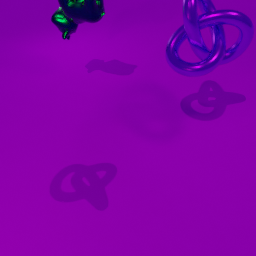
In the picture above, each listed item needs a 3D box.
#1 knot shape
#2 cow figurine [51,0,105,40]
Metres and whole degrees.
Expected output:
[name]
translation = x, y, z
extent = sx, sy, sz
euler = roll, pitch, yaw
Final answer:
[knot shape]
translation = 1.721, -1.866, 5.718
extent = 1.683, 1.798, 0.831
euler = 9, 6, -13
[cow figurine]
translation = -1.267, -2.924, 7.193
extent = 1.589, 1.563, 0.872
euler = 18, 59, 17
